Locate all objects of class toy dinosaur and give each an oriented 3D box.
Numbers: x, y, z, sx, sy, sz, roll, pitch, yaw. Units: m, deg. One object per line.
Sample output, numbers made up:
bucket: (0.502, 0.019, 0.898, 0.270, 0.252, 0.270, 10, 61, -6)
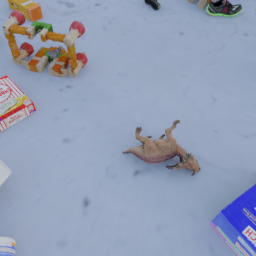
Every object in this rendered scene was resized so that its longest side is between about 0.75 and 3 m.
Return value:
toy dinosaur: (0.767, 0.584, 6.612, 1.824, 0.783, 1.236, -8, 58, 1)

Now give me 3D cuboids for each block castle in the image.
block castle: (-2.443, -2.591, 8.582, 2.349, 1.570, 1.102, 13, 52, 9)

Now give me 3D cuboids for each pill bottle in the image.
pill bottle: (-2.386, 2.634, 4.998, 0.657, 0.657, 1.173, -8, 52, -6)

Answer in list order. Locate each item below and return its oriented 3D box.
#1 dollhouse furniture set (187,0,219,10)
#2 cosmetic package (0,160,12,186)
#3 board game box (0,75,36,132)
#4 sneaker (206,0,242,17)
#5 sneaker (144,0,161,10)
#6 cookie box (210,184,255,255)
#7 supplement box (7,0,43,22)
dollhouse furniture set: (3.389, -6.126, 11.674, 2.159, 1.112, 2.135, -28, 57, -21)
cosmetic package: (-3.790, 1.543, 5.350, 1.401, 0.984, 2.763, 3, 47, 38)
board game box: (-3.523, -0.710, 7.842, 1.201, 0.367, 1.585, -36, 60, -25)
sneaker: (3.776, -4.691, 10.876, 1.381, 0.579, 0.530, -2, 52, -2)
sneaker: (1.068, -5.117, 11.357, 0.388, 0.369, 0.978, -26, 56, -22)
cookie box: (3.005, 1.900, 5.513, 2.025, 0.761, 1.732, -28, 57, -20)
supplement box: (-4.066, -4.759, 10.958, 1.633, 0.543, 0.562, 34, 59, 23)
